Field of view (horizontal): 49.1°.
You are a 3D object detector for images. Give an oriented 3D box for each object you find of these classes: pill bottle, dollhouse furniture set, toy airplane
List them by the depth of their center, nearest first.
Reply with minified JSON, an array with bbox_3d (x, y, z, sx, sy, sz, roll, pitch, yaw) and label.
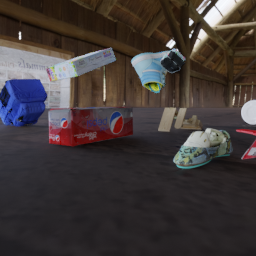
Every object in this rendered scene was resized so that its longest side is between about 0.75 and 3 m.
[{"bbox_3d":[3.297,0.137,5.358,2.730,0.502,2.730,-5,9,1],"label":"toy airplane"},{"bbox_3d":[1.976,-0.008,10.401,1.145,0.981,1.204,4,-28,34],"label":"dollhouse furniture set"},{"bbox_3d":[6.459,-0.787,13.637,1.157,1.157,2.033,5,8,43],"label":"pill bottle"}]

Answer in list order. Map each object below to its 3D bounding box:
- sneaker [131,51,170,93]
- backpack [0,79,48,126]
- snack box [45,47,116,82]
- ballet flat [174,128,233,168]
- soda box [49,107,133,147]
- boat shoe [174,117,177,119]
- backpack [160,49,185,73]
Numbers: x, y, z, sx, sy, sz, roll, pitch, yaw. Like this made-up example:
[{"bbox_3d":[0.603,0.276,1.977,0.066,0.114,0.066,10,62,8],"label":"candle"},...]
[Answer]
[{"bbox_3d":[1.538,-2.501,12.754,2.698,1.761,1.073,-14,-10,-28],"label":"sneaker"},{"bbox_3d":[-4.692,-0.917,12.206,1.721,1.778,2.118,-5,-27,-46],"label":"backpack"},{"bbox_3d":[-1.971,-2.737,12.019,1.784,0.664,2.508,-3,23,40],"label":"snack box"},{"bbox_3d":[1.380,0.306,5.109,0.640,0.640,1.725,4,7,39],"label":"ballet flat"},{"bbox_3d":[-0.906,-0.119,7.743,0.831,0.917,2.620,4,7,35],"label":"soda box"},{"bbox_3d":[2.675,-0.702,16.911,0.345,0.375,1.048,1,7,-45],"label":"boat shoe"},{"bbox_3d":[1.658,-2.489,10.495,0.778,0.660,0.877,40,-19,-11],"label":"backpack"}]
